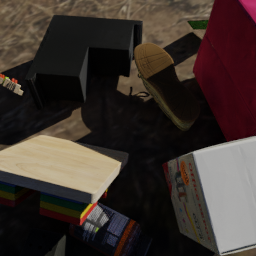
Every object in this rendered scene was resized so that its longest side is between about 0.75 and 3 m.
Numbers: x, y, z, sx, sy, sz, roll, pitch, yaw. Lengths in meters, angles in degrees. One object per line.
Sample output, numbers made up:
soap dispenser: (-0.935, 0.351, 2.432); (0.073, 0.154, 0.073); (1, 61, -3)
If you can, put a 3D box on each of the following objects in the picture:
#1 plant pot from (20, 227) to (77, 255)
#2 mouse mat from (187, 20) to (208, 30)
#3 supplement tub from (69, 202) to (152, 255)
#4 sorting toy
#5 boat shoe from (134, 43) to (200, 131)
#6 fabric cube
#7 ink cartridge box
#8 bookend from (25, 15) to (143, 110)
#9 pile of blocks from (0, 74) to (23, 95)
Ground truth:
plant pot: (-1.535, 2.281, 5.172); (0.865, 0.767, 0.863); (10, 55, 7)
mouse mat: (2.444, -3.181, 8.618); (1.079, 0.869, 0.041); (7, 93, 26)
supplement tub: (-0.314, 2.005, 5.341); (1.489, 0.796, 0.796); (25, 60, 12)
sorting toy: (-1.283, 0.894, 5.347); (2.116, 0.736, 2.103); (11, 14, 12)
boat shoe: (0.874, -1.077, 7.176); (0.943, 0.806, 2.572); (-22, 67, -10)
fabric cube: (3.550, -1.390, 6.346); (2.853, 2.908, 2.899); (-11, 59, -9)
ink cartridge box: (1.689, 1.091, 4.944); (1.507, 2.084, 1.514); (-12, 79, -8)
bookend: (-0.990, -1.730, 7.545); (2.571, 1.184, 2.555); (5, 55, 4)
pile of blocks: (-2.632, -1.011, 6.305); (0.788, 0.323, 0.245); (29, 96, 11)
